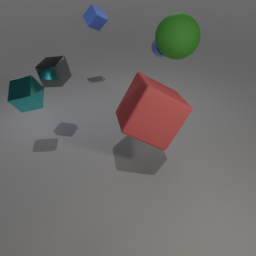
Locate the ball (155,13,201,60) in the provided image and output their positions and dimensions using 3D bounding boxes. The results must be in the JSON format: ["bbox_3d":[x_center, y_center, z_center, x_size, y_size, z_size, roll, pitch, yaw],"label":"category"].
[{"bbox_3d":[1.552,-2.861,8.775,1.400,1.400,1.400,0,32,0],"label":"ball"}]

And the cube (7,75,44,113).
[{"bbox_3d":[-2.856,-0.946,7.890,0.700,0.700,0.700,-11,64,11],"label":"cube"}]

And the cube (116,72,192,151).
[{"bbox_3d":[0.645,-0.483,7.752,1.400,1.400,1.400,23,20,-20],"label":"cube"}]

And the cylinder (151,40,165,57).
[{"bbox_3d":[1.250,-2.877,9.903,0.700,0.700,0.700,-6,13,-10],"label":"cylinder"}]

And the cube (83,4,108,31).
[{"bbox_3d":[-1.445,-4.873,12.405,0.700,0.700,0.700,3,54,-50],"label":"cube"}]

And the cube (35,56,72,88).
[{"bbox_3d":[-2.252,-1.712,8.527,0.700,0.700,0.700,0,39,18],"label":"cube"}]
